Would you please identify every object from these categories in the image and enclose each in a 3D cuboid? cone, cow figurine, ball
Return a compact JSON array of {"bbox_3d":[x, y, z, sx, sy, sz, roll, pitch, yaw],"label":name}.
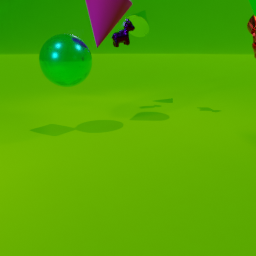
[{"bbox_3d":[0.497,-4.199,10.712,0.987,0.987,0.990,9,59,27],"label":"cone"},{"bbox_3d":[-0.705,-2.917,7.774,1.370,1.375,1.370,14,11,-3],"label":"cone"},{"bbox_3d":[-0.180,-3.287,9.667,0.883,0.869,0.485,-17,25,-15],"label":"cow figurine"},{"bbox_3d":[-1.645,-1.782,7.447,1.379,1.379,1.379,0,16,0],"label":"ball"}]

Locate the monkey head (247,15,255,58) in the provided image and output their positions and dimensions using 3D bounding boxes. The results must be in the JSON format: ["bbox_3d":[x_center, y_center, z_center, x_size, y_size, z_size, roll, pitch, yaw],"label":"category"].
[{"bbox_3d":[3.559,-2.303,6.829,1.057,1.754,1.262,-2,47,-5],"label":"monkey head"}]

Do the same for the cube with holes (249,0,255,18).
[{"bbox_3d":[2.260,-2.160,3.755,1.056,1.056,1.056,-5,52,42],"label":"cube with holes"}]
